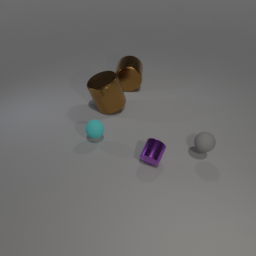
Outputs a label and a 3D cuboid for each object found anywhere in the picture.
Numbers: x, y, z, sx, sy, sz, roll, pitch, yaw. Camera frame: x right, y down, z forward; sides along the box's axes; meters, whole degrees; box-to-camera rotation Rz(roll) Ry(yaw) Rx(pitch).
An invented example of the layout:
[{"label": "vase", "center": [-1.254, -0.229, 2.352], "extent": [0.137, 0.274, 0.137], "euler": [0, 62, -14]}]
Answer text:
[{"label": "cylinder", "center": [0.837, 0.812, 9.434], "extent": [0.700, 0.700, 0.700], "euler": [16, 64, 24]}, {"label": "cylinder", "center": [0.057, -2.840, 14.582], "extent": [1.400, 1.400, 1.400], "euler": [2, 39, 4]}, {"label": "ball", "center": [2.591, 0.471, 9.440], "extent": [0.700, 0.700, 0.700], "euler": [0, 33, 0]}, {"label": "cylinder", "center": [-0.936, -1.580, 12.436], "extent": [1.400, 1.400, 1.400], "euler": [-13, 41, 11]}, {"label": "ball", "center": [-1.235, 0.036, 10.443], "extent": [0.700, 0.700, 0.700], "euler": [0, 33, 0]}]
